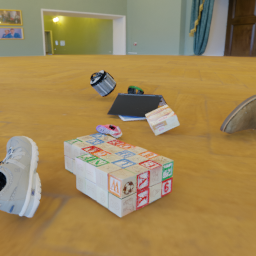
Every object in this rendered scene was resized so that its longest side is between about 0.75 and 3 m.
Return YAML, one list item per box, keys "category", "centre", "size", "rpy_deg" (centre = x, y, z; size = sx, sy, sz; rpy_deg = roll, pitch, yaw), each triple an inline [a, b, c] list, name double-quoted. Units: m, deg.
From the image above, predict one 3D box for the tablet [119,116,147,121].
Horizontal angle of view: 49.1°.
- category: "tablet"
  centre: [0.443, -0.461, 10.186]
  size: [1.498, 0.102, 0.975]
  rpy_deg: [-6, 19, -15]

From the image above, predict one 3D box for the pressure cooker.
- category: "pressure cooker"
  centre: [-1.190, -2.105, 12.847]
  size: [0.976, 1.110, 0.991]
  rpy_deg: [-37, 28, 18]

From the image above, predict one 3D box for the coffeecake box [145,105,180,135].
- category: "coffeecake box"
  centre: [1.035, -0.261, 8.606]
  size: [0.785, 0.373, 1.022]
  rpy_deg: [-24, 23, 2]

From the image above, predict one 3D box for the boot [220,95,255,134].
- category: "boot"
  centre: [3.994, -0.325, 8.206]
  size: [2.897, 1.066, 1.093]
  rpy_deg: [-19, 56, -24]

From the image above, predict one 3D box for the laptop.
- category: "laptop"
  centre: [0.427, -0.719, 10.689]
  size: [1.755, 1.086, 1.875]
  rpy_deg: [6, -11, 20]

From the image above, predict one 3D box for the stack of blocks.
- category: "stack of blocks"
  centre: [-0.390, 0.753, 5.455]
  size: [1.280, 0.651, 2.223]
  rpy_deg: [-13, 21, -41]

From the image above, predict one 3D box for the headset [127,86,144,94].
- category: "headset"
  centre: [0.393, -1.635, 12.653]
  size: [0.765, 0.582, 1.240]
  rpy_deg: [13, 33, -12]

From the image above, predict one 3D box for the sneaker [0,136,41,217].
- category: "sneaker"
  centre: [-1.977, 0.675, 4.800]
  size: [0.753, 0.687, 1.837]
  rpy_deg: [18, 21, -34]

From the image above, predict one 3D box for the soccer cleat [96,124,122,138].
- category: "soccer cleat"
  centre: [-0.575, 0.012, 8.119]
  size: [0.935, 0.342, 0.319]
  rpy_deg: [16, 47, 38]
